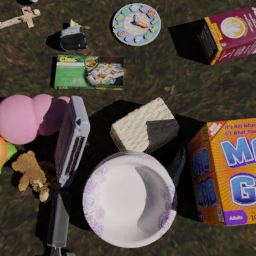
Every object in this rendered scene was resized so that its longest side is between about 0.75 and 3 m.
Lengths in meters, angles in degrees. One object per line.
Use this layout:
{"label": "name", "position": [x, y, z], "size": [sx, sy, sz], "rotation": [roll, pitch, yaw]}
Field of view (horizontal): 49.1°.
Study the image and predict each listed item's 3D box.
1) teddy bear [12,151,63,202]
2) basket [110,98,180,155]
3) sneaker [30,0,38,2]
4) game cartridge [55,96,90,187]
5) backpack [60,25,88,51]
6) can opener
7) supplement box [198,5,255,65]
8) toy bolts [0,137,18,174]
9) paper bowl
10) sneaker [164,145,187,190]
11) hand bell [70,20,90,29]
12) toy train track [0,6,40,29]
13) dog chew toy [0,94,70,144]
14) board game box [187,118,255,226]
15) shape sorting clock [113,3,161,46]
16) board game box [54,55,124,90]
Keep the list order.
{"label": "teddy bear", "position": [-3.110, 1.683, 9.713], "size": [1.858, 0.620, 1.347], "rotation": [28, 82, 0]}
{"label": "basket", "position": [0.576, 0.071, 9.756], "size": [2.131, 1.314, 1.444], "rotation": [-30, 76, -9]}
{"label": "sneaker", "position": [-4.127, -6.190, 11.956], "size": [0.800, 0.790, 2.014], "rotation": [7, 62, -3]}
{"label": "game cartridge", "position": [-1.851, 0.379, 8.993], "size": [0.531, 2.596, 1.728], "rotation": [5, 34, -28]}
{"label": "backpack", "position": [-2.186, -3.539, 11.099], "size": [1.015, 0.892, 0.778], "rotation": [-16, 57, -5]}
{"label": "can opener", "position": [-2.151, 3.591, 9.085], "size": [0.997, 0.790, 3.000], "rotation": [10, 71, -34]}
{"label": "supplement box", "position": [4.356, -3.684, 10.969], "size": [2.720, 1.165, 1.501], "rotation": [-16, 74, -5]}
{"label": "toy bolts", "position": [-5.647, 1.074, 9.085], "size": [2.752, 1.998, 2.881], "rotation": [32, 76, 9]}
{"label": "paper bowl", "position": [0.070, 2.108, 8.801], "size": [2.801, 1.457, 2.801], "rotation": [0, 95, 3]}
{"label": "sneaker", "position": [1.542, 1.413, 9.696], "size": [0.735, 0.685, 1.855], "rotation": [20, 74, 11]}
{"label": "hand bell", "position": [-1.977, -4.211, 11.617], "size": [0.794, 0.413, 0.413], "rotation": [5, 73, -10]}
{"label": "toy train track", "position": [-4.614, -4.606, 11.719], "size": [1.851, 0.301, 1.062], "rotation": [-22, 74, -6]}
{"label": "dog chew toy", "position": [-3.087, -0.414, 9.786], "size": [2.728, 1.699, 1.699], "rotation": [-11, 73, -14]}
{"label": "board game box", "position": [3.618, 1.396, 8.594], "size": [2.735, 2.737, 2.735], "rotation": [-5, 73, -2]}
{"label": "shape sorting clock", "position": [0.357, -4.304, 11.575], "size": [1.986, 0.390, 1.986], "rotation": [0, 73, 0]}
{"label": "board game box", "position": [-1.484, -2.174, 10.984], "size": [2.652, 0.311, 1.389], "rotation": [2, 75, 1]}
